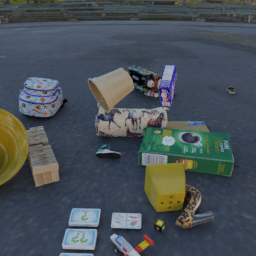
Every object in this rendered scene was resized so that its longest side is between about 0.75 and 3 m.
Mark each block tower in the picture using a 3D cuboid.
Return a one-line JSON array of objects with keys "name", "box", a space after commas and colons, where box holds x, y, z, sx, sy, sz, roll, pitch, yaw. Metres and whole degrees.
[{"name": "block tower", "box": [-2.771, 0.818, 8.813, 0.702, 0.751, 2.598, -11, 27, -21]}]

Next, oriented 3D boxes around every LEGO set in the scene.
[{"name": "LEGO set", "box": [-0.289, 2.327, 6.060, 2.256, 0.554, 1.685, 1, 30, 2]}]

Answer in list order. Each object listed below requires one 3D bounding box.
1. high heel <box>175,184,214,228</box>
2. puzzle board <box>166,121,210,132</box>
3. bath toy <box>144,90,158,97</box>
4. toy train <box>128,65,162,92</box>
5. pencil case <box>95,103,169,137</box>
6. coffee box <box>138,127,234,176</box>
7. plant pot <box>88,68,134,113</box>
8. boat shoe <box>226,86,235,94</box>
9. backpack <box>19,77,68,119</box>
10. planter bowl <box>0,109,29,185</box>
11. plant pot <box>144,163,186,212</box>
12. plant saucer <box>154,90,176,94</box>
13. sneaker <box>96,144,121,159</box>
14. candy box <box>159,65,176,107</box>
[{"name": "high heel", "box": [1.401, 1.891, 6.985, 0.934, 0.468, 1.311, -10, 30, -14]}, {"name": "puzzle board", "box": [2.303, 0.049, 10.968, 1.624, 0.141, 1.224, 0, 26, -1]}, {"name": "bath toy", "box": [1.235, -1.753, 14.388, 0.765, 0.333, 0.283, 19, -4, 32]}, {"name": "toy train", "box": [0.918, -2.594, 14.718, 1.514, 1.132, 2.656, 0, 20, -25]}, {"name": "pencil case", "box": [0.135, -0.281, 10.432, 2.706, 1.210, 1.053, 0, 26, -1]}, {"name": "coffee box", "box": [1.860, 0.701, 9.116, 2.846, 0.626, 1.750, 4, 27, 10]}, {"name": "plant pot", "box": [-0.511, -1.400, 9.675, 1.223, 1.336, 1.336, -33, 36, -13]}, {"name": "boat shoe", "box": [5.523, -2.102, 15.011, 0.335, 0.308, 0.939, 1, 27, 2]}, {"name": "backpack", "box": [-3.812, -1.285, 12.216, 2.011, 1.549, 1.916, 2, 37, -2]}, {"name": "planter bowl", "box": [-4.219, 0.719, 8.068, 2.609, 1.087, 2.609, 8, 60, -14]}, {"name": "plant pot", "box": [0.993, 1.562, 7.148, 0.982, 0.982, 0.866, -3, 36, -6]}, {"name": "plant saucer", "box": [1.894, -1.894, 14.592, 1.197, 0.192, 1.197, 4, 19, -1]}, {"name": "sneaker", "box": [-0.607, 0.780, 9.314, 0.830, 0.347, 0.501, 3, 36, 9]}, {"name": "candy box", "box": [1.511, -1.591, 10.538, 0.469, 1.029, 1.217, 8, 57, 16]}]
